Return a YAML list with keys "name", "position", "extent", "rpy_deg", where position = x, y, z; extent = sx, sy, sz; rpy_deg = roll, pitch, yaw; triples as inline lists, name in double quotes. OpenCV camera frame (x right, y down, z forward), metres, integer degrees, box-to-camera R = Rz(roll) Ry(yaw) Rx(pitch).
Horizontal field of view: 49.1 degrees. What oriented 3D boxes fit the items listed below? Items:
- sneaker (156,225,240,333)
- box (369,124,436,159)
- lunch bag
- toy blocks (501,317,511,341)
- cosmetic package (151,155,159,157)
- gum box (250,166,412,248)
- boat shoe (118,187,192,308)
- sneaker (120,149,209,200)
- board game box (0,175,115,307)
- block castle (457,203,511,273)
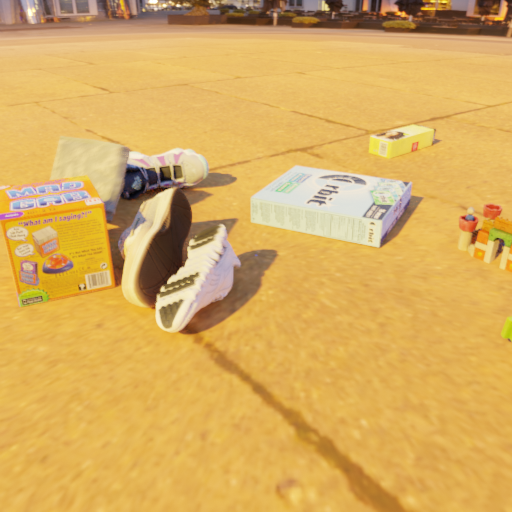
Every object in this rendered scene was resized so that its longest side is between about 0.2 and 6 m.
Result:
- name: "sneaker"
  position: [-0.780, 0.427, 8.442]
  extent: [0.808, 0.872, 2.151]
  rpy_deg: [-15, 30, 32]
- name: "box"
  position: [4.195, -3.289, 15.995]
  extent: [2.096, 0.525, 0.789]
  rpy_deg: [-21, 34, -36]
- name: "lunch bag"
  position: [-3.202, -1.507, 11.078]
  extent: [1.804, 1.480, 1.061]
  rpy_deg: [15, 1, 40]
- name: "toy blocks"
  position: [4.690, 1.247, 6.689]
  extent: [2.666, 1.332, 1.822]
  rpy_deg: [-5, 39, -7]
- name: "cosmetic package"
  position: [-2.216, -2.177, 13.889]
  extent: [0.403, 0.477, 0.924]
  rpy_deg: [-15, 32, -32]
- name: "gum box"
  position: [1.602, -1.131, 11.702]
  extent: [2.714, 0.605, 2.306]
  rpy_deg: [13, 30, 24]
- name: "boat shoe"
  position: [-1.790, -0.136, 9.372]
  extent: [0.892, 0.991, 2.746]
  rpy_deg: [-14, 38, 18]
- name: "sneaker"
  position: [-2.420, -1.724, 12.644]
  extent: [2.464, 0.958, 1.724]
  rpy_deg: [-1, 27, 19]
- name: "board game box"
  position: [-3.269, -0.305, 9.126]
  extent: [1.495, 1.494, 1.495]
  rpy_deg: [-12, 30, -21]
- name: "block castle"
  position: [4.636, -0.377, 9.981]
  extent: [1.218, 0.855, 1.823]
  rpy_deg: [-21, 34, -34]
